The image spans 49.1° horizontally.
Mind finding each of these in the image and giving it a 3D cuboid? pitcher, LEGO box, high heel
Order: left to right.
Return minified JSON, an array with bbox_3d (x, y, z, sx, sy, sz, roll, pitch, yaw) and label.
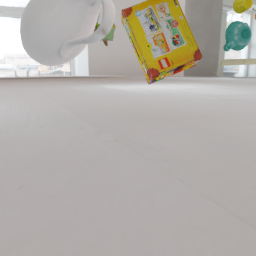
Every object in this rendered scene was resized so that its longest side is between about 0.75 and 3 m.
[{"bbox_3d":[-1.394,-2.482,6.622,1.678,2.374,2.767,12,-37,-42],"label":"pitcher"},{"bbox_3d":[-1.390,-4.054,12.413,0.922,1.293,0.462,-13,-23,-7],"label":"high heel"},{"bbox_3d":[1.202,-3.327,10.444,2.049,2.752,1.062,-22,-3,-2],"label":"LEGO box"}]

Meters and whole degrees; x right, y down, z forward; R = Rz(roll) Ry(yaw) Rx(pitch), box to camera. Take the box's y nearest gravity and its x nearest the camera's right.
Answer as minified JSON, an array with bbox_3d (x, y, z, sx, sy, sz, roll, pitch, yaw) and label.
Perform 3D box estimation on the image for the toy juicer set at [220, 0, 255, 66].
[{"bbox_3d":[3.751,-2.863,8.988,1.457,2.290,0.623,16,2,-20],"label":"toy juicer set"}]

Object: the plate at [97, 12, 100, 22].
[{"bbox_3d":[-2.085,-3.660,9.618,2.419,0.309,2.419,-30,-17,-10],"label":"plate"}]

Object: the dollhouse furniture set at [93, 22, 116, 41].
[{"bbox_3d":[-1.038,-3.191,8.986,1.227,0.613,0.474,7,-14,16],"label":"dollhouse furniture set"}]
